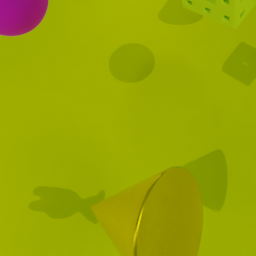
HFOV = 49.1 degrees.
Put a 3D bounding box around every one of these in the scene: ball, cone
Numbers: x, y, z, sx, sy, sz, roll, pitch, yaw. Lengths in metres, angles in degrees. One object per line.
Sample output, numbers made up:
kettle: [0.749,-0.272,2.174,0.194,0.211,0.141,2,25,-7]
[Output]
ball: [-1.650,-1.826,3.772,1.121,1.121,1.121,0,79,0]
cone: [-0.010,1.217,3.827,1.515,1.509,1.509,0,76,41]

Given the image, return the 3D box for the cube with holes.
cube with holes: [1.119,-1.821,3.186,0.797,0.797,0.797,37,87,27]
